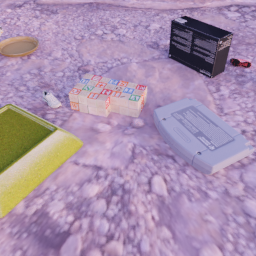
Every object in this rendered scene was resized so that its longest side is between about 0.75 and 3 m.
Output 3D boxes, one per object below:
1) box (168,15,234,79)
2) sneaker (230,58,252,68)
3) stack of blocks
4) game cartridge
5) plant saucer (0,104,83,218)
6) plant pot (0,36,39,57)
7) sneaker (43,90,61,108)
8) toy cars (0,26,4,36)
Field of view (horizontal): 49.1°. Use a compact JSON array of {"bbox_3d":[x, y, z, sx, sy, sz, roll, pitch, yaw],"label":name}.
[{"bbox_3d":[2.552,-2.987,10.221,0.848,1.518,2.151,-28,49,-29],"label":"box"},{"bbox_3d":[4.275,-2.481,10.647,0.795,0.293,0.345,18,32,14],"label":"sneaker"},{"bbox_3d":[-0.583,-0.936,8.590,2.090,0.612,1.203,13,44,14],"label":"stack of blocks"},{"bbox_3d":[1.847,0.132,7.536,1.666,0.506,2.498,-18,44,-24],"label":"game cartridge"},{"bbox_3d":[-3.051,0.428,7.022,2.792,0.669,2.788,24,47,24],"label":"plant saucer"},{"bbox_3d":[-4.536,-3.347,11.600,1.712,0.235,1.712,0,41,0],"label":"plant pot"},{"bbox_3d":[-2.414,-0.903,8.779,0.833,0.338,0.313,31,49,28],"label":"sneaker"},{"bbox_3d":[-4.173,-2.823,8.255,1.602,0.355,0.718,1,81,26],"label":"toy cars"}]
